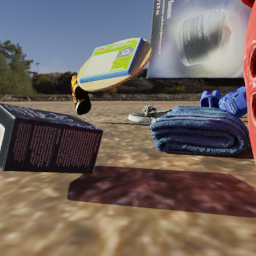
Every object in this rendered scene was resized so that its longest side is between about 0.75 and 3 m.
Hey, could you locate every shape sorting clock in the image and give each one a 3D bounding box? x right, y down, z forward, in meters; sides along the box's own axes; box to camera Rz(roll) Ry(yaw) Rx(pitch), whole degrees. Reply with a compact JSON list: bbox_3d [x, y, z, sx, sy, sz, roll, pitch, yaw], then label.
[{"bbox_3d":[-0.229,-1.045,4.570,1.325,1.325,0.260,5,-35,35],"label":"shape sorting clock"}]

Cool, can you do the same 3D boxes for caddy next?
[{"bbox_3d":[3.670,-1.048,12.362,0.898,1.271,0.667,-1,47,22],"label":"caddy"}]

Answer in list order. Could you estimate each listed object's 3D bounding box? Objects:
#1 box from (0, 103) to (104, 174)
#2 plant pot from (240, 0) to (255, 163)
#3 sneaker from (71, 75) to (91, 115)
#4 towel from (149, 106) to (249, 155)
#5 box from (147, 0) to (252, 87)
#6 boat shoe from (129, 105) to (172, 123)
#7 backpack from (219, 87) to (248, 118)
[{"bbox_3d":[-0.952,0.127,3.234,1.043,0.559,0.774,10,9,-39],"label":"box"},{"bbox_3d":[2.457,-0.896,2.578,2.730,2.486,2.730,-7,-6,-1],"label":"plant pot"},{"bbox_3d":[-1.621,-1.115,9.549,0.548,0.705,1.566,-17,-32,-14],"label":"sneaker"},{"bbox_3d":[1.480,-0.057,5.629,1.588,0.690,2.844,3,7,17],"label":"towel"},{"bbox_3d":[2.204,-2.617,7.625,2.815,2.838,1.749,5,2,29],"label":"box"},{"bbox_3d":[0.800,-0.496,9.716,1.741,0.595,0.643,6,11,37],"label":"boat shoe"},{"bbox_3d":[3.917,-0.903,10.046,1.246,1.013,1.046,-30,-9,41],"label":"backpack"}]
